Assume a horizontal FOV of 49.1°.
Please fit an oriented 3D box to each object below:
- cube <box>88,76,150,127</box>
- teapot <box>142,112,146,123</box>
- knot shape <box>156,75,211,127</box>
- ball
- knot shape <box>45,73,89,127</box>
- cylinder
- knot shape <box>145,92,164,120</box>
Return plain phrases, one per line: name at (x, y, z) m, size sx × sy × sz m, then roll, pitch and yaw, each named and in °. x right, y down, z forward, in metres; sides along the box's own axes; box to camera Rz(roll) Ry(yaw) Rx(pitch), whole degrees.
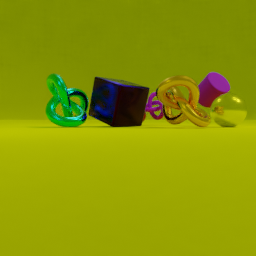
cube at (-0.301, -0.836, 8.945) m, size 1.290 × 1.290 × 1.290 m, roll -2°, pitch 19°, yaw -44°
teapot at (0.239, -0.476, 10.149) m, size 1.332 × 0.828 × 0.652 m, roll -41°, pitch 3°, yaw 42°
knot shape at (1.435, -0.761, 7.729) m, size 1.768 × 0.817 × 1.655 m, roll 29°, pitch -22°, yaw 44°
ball at (3.048, -0.535, 8.510) m, size 1.060 × 1.060 × 1.060 m, roll 0°, pitch 2°, yaw 0°
knot shape at (-1.938, -0.863, 8.632) m, size 0.871 × 1.764 × 1.885 m, roll -28°, pitch 9°, yaw 16°
cylinder at (2.876, -1.307, 9.677) m, size 0.897 × 0.897 × 0.897 m, roll -1°, pitch -32°, yaw -27°
knot shape at (1.021, -0.902, 11.781) m, size 1.131 × 1.209 × 0.559 m, roll -9°, pitch -31°, yaw 13°
